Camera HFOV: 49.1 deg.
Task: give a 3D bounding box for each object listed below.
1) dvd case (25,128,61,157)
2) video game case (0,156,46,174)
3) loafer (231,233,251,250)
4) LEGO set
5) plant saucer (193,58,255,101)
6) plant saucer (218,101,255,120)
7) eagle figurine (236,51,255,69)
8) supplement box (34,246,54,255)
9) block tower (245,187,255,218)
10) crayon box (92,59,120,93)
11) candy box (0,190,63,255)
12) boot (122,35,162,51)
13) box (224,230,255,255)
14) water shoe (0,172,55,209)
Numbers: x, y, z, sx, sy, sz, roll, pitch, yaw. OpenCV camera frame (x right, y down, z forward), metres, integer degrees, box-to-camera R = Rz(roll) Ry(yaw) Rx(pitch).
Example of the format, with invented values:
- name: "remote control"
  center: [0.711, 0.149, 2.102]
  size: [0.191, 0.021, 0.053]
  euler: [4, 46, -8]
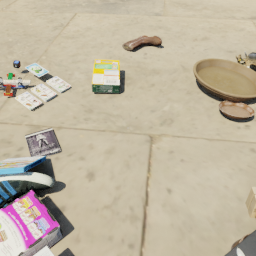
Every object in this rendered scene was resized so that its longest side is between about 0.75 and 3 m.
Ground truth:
- name: "dvd case"
  center: [-2.771, 0.502, 9.079]
  size: [0.915, 0.098, 1.231]
  euler: [-18, 45, -18]
- name: "video game case"
  center: [-3.087, 1.009, 7.643]
  size: [1.206, 0.150, 1.685]
  euler: [-4, 4, 2]
- name: "loafer"
  center: [3.582, 2.487, 6.129]
  size: [2.728, 0.968, 0.996]
  euler: [-8, 42, -10]
- name: "LEGO set"
  center: [-4.129, -1.780, 11.546]
  size: [2.868, 0.704, 2.143]
  euler: [33, 49, 18]
- name: "plant saucer"
  center: [4.074, -1.978, 11.428]
  size: [2.972, 0.438, 2.972]
  euler: [6, 41, -5]
- name: "plant saucer"
  center: [3.907, -0.621, 10.156]
  size: [1.276, 0.220, 1.276]
  euler: [3, 32, -2]
- name: "eagle figurine"
  center: [5.502, -2.845, 12.391]
  size: [1.323, 0.999, 1.004]
  euler: [15, 23, 32]
- name: "supplement box"
  center: [-1.443, 3.223, 5.446]
  size: [0.780, 0.763, 1.509]
  euler: [-33, 51, -32]
- name: "block tower"
  center: [4.386, 1.991, 6.907]
  size: [2.617, 0.756, 0.707]
  euler: [1, 41, 4]
- name: "crayon box"
  center: [-0.891, -2.171, 11.642]
  size: [1.105, 0.453, 1.758]
  euler: [2, 47, -3]
- name: "candy box"
  center: [-2.699, 2.523, 6.361]
  size: [1.994, 0.608, 1.360]
  euler: [-30, 49, -30]
- name: "boot"
  center: [0.690, -4.258, 14.217]
  size: [1.630, 0.523, 1.519]
  euler: [-30, 36, -34]
- name: "box"
  center: [2.373, 2.830, 4.742]
  size: [2.587, 1.372, 1.581]
  euler: [-38, 50, -3]
- name: "water shoe"
  center: [-3.269, 1.751, 7.245]
  size: [2.684, 0.960, 1.059]
  euler: [-2, 70, -7]
